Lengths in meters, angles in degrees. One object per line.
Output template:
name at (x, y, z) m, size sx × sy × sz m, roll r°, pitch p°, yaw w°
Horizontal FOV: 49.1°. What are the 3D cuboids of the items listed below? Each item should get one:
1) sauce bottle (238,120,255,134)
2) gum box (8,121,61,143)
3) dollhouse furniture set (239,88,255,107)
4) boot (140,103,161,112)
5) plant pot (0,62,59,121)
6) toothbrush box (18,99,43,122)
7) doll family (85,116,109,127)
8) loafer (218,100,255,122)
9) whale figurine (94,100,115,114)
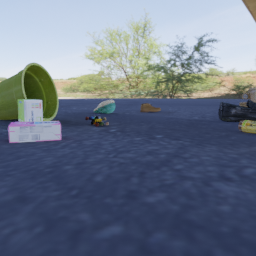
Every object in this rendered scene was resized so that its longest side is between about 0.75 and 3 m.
sauce bottle at (3.588, -0.012, 7.637) m, size 0.355 × 0.355 × 1.096 m, roll -6°, pitch 9°, yaw -38°
gum box at (-2.252, 0.073, 6.724) m, size 1.220 × 0.404 × 0.692 m, roll -2°, pitch 9°, yaw -18°
dollhouse furniture set at (6.066, -1.265, 14.191) m, size 1.241 × 1.448 × 1.523 m, roll 0°, pitch 20°, yaw 39°
boot at (1.320, -1.158, 15.930) m, size 1.355 × 0.511 × 0.499 m, roll -3°, pitch 6°, yaw -30°
plant pot at (-4.320, -1.188, 11.140) m, size 2.184 × 2.300 × 2.300 m, roll -11°, pitch 4°, yaw 18°
toothbrush box at (-3.222, -0.489, 9.197) m, size 0.529 × 0.895 × 1.230 m, roll -4°, pitch 8°, yaw -31°
doll family at (-1.090, -0.247, 9.594) m, size 0.545 × 0.370 × 0.942 m, roll -9°, pitch 6°, yaw -31°
loafer at (4.723, -0.665, 10.742) m, size 2.397 × 0.842 × 0.814 m, roll 2°, pitch 8°, yaw 12°
whale figurine at (-1.236, -1.020, 14.944) m, size 1.316 × 0.683 × 1.047 m, roll -24°, pitch -3°, yaw 37°
